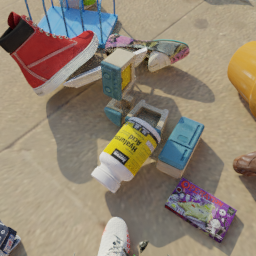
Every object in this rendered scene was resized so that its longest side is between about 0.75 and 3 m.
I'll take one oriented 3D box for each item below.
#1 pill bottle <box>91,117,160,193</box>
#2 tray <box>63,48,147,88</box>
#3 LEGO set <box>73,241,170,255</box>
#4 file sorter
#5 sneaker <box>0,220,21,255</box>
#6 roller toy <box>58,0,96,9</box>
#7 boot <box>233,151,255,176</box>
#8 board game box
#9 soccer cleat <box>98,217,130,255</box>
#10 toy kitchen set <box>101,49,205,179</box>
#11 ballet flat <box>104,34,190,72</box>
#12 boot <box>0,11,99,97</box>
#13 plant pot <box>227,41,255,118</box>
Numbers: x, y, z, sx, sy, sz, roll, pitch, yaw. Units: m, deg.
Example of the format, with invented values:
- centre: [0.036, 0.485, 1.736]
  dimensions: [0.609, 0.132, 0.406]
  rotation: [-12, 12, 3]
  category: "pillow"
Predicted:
- centre: [-0.068, 0.628, 6.410]
  dimensions: [0.914, 0.914, 1.643]
  rotation: [32, 74, 22]
  category: "pill bottle"
- centre: [-0.567, -1.685, 7.983]
  dimensions: [2.452, 0.272, 1.316]
  rotation: [-20, 18, 10]
  category: "tray"
- centre: [-0.050, 2.734, 5.000]
  dimensions: [2.435, 0.690, 1.581]
  rotation: [27, 72, -11]
  category: "LEGO set"
- centre: [-1.886, -4.163, 9.674]
  dimensions: [2.681, 1.645, 1.861]
  rotation: [10, 54, 8]
  category: "file sorter"
- centre: [-2.470, 2.643, 5.181]
  dimensions: [1.164, 0.752, 2.146]
  rotation: [-31, 56, -19]
  category: "sneaker"
- centre: [-2.080, -5.427, 10.933]
  dimensions: [1.591, 1.112, 1.452]
  rotation: [-5, 54, -4]
  category: "roller toy"
- centre: [3.501, 0.618, 5.663]
  dimensions: [2.152, 2.309, 0.742]
  rotation: [-22, 87, -2]
  category: "boot"
- centre: [1.592, 1.775, 6.180]
  dimensions: [1.363, 0.220, 0.818]
  rotation: [29, 55, 20]
  category: "board game box"
- centre: [-0.317, 2.501, 5.288]
  dimensions: [0.595, 0.739, 1.735]
  rotation: [9, 54, 6]
  category: "soccer cleat"
- centre: [0.493, -0.361, 6.601]
  dimensions: [2.536, 2.032, 1.494]
  rotation: [24, 56, 17]
  category: "toy kitchen set"
- centre: [0.513, -2.310, 8.833]
  dimensions: [2.726, 0.942, 0.970]
  rotation: [14, 68, 16]
  category: "ballet flat"
- centre: [-2.179, -2.631, 8.095]
  dimensions: [1.080, 2.152, 2.983]
  rotation: [-5, 38, 41]
  category: "boot"
- centre: [3.819, -1.339, 7.468]
  dimensions: [2.161, 2.161, 1.978]
  rotation: [-19, 40, -14]
  category: "plant pot"
